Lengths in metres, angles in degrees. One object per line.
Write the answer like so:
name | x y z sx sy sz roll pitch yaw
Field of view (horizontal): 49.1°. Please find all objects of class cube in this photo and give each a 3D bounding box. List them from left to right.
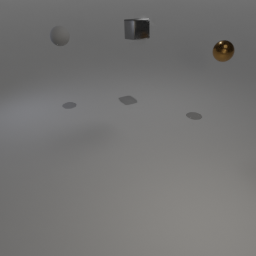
cube | 0.330 -3.685 10.434 0.700 0.700 0.700 -15 26 -27

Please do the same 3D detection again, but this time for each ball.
ball | -2.441 -3.293 10.026 0.700 0.700 0.700 0 29 0
ball | 3.178 -2.559 9.330 0.700 0.700 0.700 0 29 0
